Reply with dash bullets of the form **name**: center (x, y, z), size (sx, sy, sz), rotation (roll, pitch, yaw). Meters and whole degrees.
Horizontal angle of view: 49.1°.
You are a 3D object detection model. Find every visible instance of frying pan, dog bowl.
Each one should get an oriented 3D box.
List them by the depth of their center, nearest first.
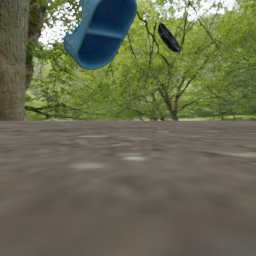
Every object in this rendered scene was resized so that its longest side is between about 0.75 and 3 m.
- **dog bowl**: center (-0.542, -2.025, 5.663), size (1.152, 0.512, 2.067), rotation (-4, -35, -36)
- **frying pan**: center (1.036, -2.156, 7.021), size (0.251, 0.932, 1.540), rotation (-34, 25, 27)

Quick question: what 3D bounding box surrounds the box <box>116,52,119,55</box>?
- **box**: center (-0.599, -3.186, 10.548), size (0.354, 0.425, 1.034), rotation (-16, -18, -3)
